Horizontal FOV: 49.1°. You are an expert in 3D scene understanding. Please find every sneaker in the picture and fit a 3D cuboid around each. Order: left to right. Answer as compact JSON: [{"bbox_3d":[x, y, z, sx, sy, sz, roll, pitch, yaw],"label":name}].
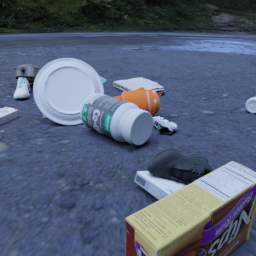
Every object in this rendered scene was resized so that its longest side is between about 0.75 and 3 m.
[{"bbox_3d":[-5.338,-2.068,14.061,0.757,0.890,2.012,-4,24,-13],"label":"sneaker"},{"bbox_3d":[1.157,-0.063,10.080,1.082,0.421,0.757,17,29,29],"label":"sneaker"},{"bbox_3d":[1.400,1.033,6.971,1.937,0.735,0.879,4,28,-24],"label":"sneaker"}]

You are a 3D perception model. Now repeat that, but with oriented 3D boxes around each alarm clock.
[{"bbox_3d":[-5.323,-2.992,15.186,1.696,0.837,2.515,3,-1,11],"label":"alarm clock"}]

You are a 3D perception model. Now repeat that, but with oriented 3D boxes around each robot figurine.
[{"bbox_3d":[0.415,-0.960,11.050,1.923,1.121,1.383,-5,17,0],"label":"robot figurine"}]

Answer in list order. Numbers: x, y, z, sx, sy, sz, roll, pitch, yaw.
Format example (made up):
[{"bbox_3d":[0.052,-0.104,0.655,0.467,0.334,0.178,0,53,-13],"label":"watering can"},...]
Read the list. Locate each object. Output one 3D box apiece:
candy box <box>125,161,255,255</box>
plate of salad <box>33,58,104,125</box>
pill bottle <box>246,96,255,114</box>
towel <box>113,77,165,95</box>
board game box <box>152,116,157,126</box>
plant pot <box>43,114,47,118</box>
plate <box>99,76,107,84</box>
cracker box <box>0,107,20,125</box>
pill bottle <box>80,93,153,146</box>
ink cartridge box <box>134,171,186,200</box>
[{"bbox_3d":[1.163,1.726,4.699,2.622,1.529,0.740,-16,30,-33],"label":"candy box"},{"bbox_3d":[-2.289,-1.416,10.963,2.687,2.687,0.645,-7,-7,-16],"label":"plate of salad"},{"bbox_3d":[5.653,-1.071,12.076,1.186,0.690,0.690,-20,30,-40],"label":"pill bottle"},{"bbox_3d":[0.548,-2.200,14.878,1.822,0.474,2.749,-13,27,-28],"label":"towel"},{"bbox_3d":[0.788,-0.231,10.867,1.179,0.115,0.607,-20,29,-38],"label":"board game box"},{"bbox_3d":[-2.764,-1.721,12.131,2.062,1.828,2.065,-8,26,-18],"label":"plant pot"},{"bbox_3d":[-2.314,-2.908,16.747,2.056,0.263,2.056,-1,24,0],"label":"plate"},{"bbox_3d":[-5.013,-0.491,11.189,0.754,0.325,1.126,10,25,21],"label":"cracker box"},{"bbox_3d":[-0.400,-0.314,9.515,2.390,1.352,1.352,21,31,40],"label":"pill bottle"},{"bbox_3d":[1.047,1.462,6.824,1.222,0.307,1.408,8,14,-41],"label":"ink cartridge box"}]
